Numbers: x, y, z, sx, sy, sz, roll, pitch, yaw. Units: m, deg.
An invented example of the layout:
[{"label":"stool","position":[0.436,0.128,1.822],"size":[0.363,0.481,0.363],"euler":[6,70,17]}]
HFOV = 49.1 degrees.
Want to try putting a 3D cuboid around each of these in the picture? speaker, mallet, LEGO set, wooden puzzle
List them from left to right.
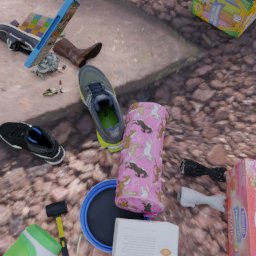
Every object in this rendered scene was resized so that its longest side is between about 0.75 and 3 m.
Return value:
[{"label":"speaker","position":[-2.696,3.503,6.367],"size":[1.108,1.108,2.505],"euler":[34,69,15]},{"label":"wooden puzzle","position":[-3.310,-3.621,10.276],"size":[2.153,0.151,1.277],"euler":[19,66,9]},{"label":"LEGO set","position":[-2.594,-1.918,9.270],"size":[1.145,0.500,1.763],"euler":[-28,67,-13]},{"label":"mallet","position":[-1.623,2.712,7.202],"size":[0.563,0.352,1.710],"euler":[-20,71,-14]}]

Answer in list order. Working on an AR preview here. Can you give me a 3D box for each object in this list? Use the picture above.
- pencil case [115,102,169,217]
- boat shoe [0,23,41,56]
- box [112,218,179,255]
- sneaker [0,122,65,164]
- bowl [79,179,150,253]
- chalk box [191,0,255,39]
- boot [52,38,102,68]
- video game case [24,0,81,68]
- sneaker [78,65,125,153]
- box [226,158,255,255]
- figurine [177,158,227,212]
[{"label":"pencil case","position":[0.423,0.743,7.376],"size":[1.289,1.233,2.979],"euler":[13,56,-5]},{"label":"boat shoe","position":[-3.885,-2.989,9.651],"size":[2.092,0.760,0.656],"euler":[20,63,4]},{"label":"box","position":[0.297,3.210,6.232],"size":[1.354,1.061,2.177],"euler":[7,75,-4]},{"label":"sneaker","position":[-2.818,0.170,7.863],"size":[2.201,1.231,0.804],"euler":[24,67,11]},{"label":"bowl","position":[-0.336,2.281,7.343],"size":[1.832,0.360,1.832],"euler":[0,64,0]},{"label":"chalk box","position":[3.435,-4.902,10.049],"size":[2.750,1.702,1.711],"euler":[39,72,18]},{"label":"boot","position":[-1.789,-2.848,9.787],"size":[1.395,0.448,1.300],"euler":[36,68,20]},{"label":"video game case","position":[-1.705,-2.191,6.434],"size":[0.157,1.265,1.767],"euler":[36,103,-14]},{"label":"sneaker","position":[-0.745,-0.809,8.339],"size":[1.107,1.213,2.997],"euler":[-22,66,-10]},{"label":"box","position":[3.328,2.395,6.694],"size":[1.539,1.419,2.998],"euler":[7,65,3]},{"label":"figurine","position":[2.054,1.572,7.616],"size":[1.286,0.567,1.318],"euler":[10,66,0]}]
